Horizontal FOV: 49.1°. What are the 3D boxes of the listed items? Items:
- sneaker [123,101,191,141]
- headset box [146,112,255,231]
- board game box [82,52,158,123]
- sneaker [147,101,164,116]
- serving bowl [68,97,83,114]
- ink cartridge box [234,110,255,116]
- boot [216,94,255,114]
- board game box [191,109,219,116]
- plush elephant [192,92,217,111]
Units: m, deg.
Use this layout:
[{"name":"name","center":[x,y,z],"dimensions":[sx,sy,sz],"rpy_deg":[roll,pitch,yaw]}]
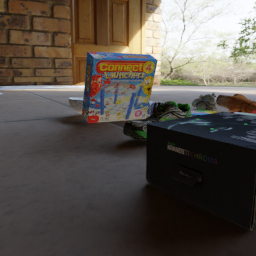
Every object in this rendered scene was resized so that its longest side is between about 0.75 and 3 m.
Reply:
[{"name":"sneaker","center":[0.988,-0.256,9.162],"dimensions":[2.911,1.240,1.136],"rpy_deg":[-11,16,-42]},{"name":"headset box","center":[1.908,0.522,5.206],"dimensions":[2.641,1.225,2.299],"rpy_deg":[-9,15,-37]},{"name":"board game box","center":[-0.389,-1.726,12.124],"dimensions":[2.927,2.865,0.818],"rpy_deg":[-6,33,-24]},{"name":"sneaker","center":[1.080,-0.964,13.955],"dimensions":[1.051,0.975,2.594],"rpy_deg":[4,10,-45]},{"name":"serving bowl","center":[-1.749,-1.079,14.225],"dimensions":[2.515,0.827,2.515],"rpy_deg":[2,9,0]},{"name":"ink cartridge box","center":[4.720,-0.268,9.098],"dimensions":[2.266,0.705,2.816],"rpy_deg":[10,31,42]},{"name":"boot","center":[6.162,-1.073,14.463],"dimensions":[2.782,1.025,2.153],"rpy_deg":[-3,20,-39]},{"name":"board game box","center":[3.293,-0.576,13.026],"dimensions":[1.369,0.361,1.789],"rpy_deg":[8,14,35]},{"name":"plush elephant","center":[3.952,-1.159,14.535],"dimensions":[1.121,1.192,1.448],"rpy_deg":[-38,-17,-10]}]
